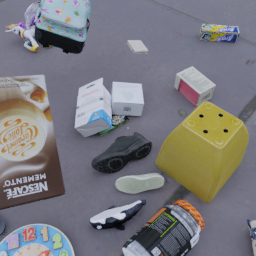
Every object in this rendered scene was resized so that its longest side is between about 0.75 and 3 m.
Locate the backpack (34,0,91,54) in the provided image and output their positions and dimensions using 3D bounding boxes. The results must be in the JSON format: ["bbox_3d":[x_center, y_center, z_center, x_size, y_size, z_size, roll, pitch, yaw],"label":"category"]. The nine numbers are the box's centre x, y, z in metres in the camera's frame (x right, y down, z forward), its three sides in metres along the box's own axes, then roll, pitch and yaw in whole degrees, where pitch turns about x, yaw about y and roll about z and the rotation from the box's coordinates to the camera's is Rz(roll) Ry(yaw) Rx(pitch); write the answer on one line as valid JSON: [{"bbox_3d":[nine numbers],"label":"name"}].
[{"bbox_3d":[-2.236,-3.947,9.837,1.858,1.620,2.113,12,61,-15],"label":"backpack"}]

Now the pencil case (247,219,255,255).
[{"bbox_3d":[3.695,3.481,7.240,1.019,0.886,2.278,35,45,-30],"label":"pencil case"}]

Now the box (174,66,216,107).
[{"bbox_3d":[2.707,-1.708,11.459,0.904,0.770,1.413,-28,57,-20],"label":"box"}]

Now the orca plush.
[{"bbox_3d":[-0.210,2.675,8.303,1.740,0.619,0.915,-22,10,-21],"label":"orca plush"}]

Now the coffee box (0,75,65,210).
[{"bbox_3d":[-2.429,0.317,6.264,1.563,1.089,2.733,-10,79,-22],"label":"coffee box"}]

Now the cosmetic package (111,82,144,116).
[{"bbox_3d":[-0.044,-1.141,10.941,1.172,0.723,1.176,3,49,-7],"label":"cosmetic package"}]

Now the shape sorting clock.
[{"bbox_3d":[-2.571,3.705,7.410,2.316,0.454,2.316,0,52,0],"label":"shape sorting clock"}]

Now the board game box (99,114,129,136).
[{"bbox_3d":[-0.645,-0.211,10.694,1.253,0.147,0.656,-28,59,-20],"label":"board game box"}]

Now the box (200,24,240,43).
[{"bbox_3d":[4.544,-4.705,13.936,1.820,0.585,0.638,5,52,5],"label":"box"}]

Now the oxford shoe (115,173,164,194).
[{"bbox_3d":[0.380,1.743,8.991,1.560,0.587,0.451,-8,11,4],"label":"oxford shoe"}]

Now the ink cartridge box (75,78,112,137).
[{"bbox_3d":[-1.268,-0.797,10.512,1.187,0.694,2.046,-19,49,20],"label":"ink cartridge box"}]

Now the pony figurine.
[{"bbox_3d":[-4.548,-4.734,13.513,2.102,1.750,2.029,39,70,9],"label":"pony figurine"}]

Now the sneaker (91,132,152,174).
[{"bbox_3d":[-0.287,0.810,9.586,2.183,0.829,0.991,-20,44,-23],"label":"sneaker"}]

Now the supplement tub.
[{"bbox_3d":[0.994,2.967,7.469,2.088,1.280,1.280,-35,60,-24],"label":"supplement tub"}]

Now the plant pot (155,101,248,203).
[{"bbox_3d":[2.410,0.505,8.790,2.198,2.249,2.184,35,60,25],"label":"plant pot"}]

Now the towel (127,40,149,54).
[{"bbox_3d":[0.321,-2.687,9.288,0.519,0.135,0.784,-6,46,-20],"label":"towel"}]

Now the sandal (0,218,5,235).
[{"bbox_3d":[-3.916,2.806,8.310,0.373,0.210,0.980,-29,47,-29],"label":"sandal"}]
